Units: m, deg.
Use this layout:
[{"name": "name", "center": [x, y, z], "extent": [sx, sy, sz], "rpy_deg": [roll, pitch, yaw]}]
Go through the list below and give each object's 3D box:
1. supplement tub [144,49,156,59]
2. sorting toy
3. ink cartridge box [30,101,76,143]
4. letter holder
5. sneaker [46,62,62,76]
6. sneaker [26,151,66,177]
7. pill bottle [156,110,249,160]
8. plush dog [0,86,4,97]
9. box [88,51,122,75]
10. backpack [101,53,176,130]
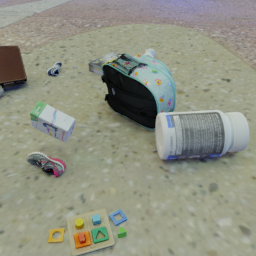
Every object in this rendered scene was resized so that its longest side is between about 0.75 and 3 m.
[{"name": "supplement tub", "center": [1.280, -4.320, 16.934], "extent": [0.673, 0.673, 1.020], "rpy_deg": [7, 37, 10]}, {"name": "sorting toy", "center": [-1.065, 2.782, 7.694], "extent": [2.236, 0.305, 1.259], "rpy_deg": [-11, 38, -13]}, {"name": "ink cartridge box", "center": [-2.404, -0.173, 8.971], "extent": [1.301, 0.945, 0.569], "rpy_deg": [26, 59, -3]}, {"name": "letter holder", "center": [-6.550, -3.064, 14.012], "extent": [2.516, 1.788, 1.265], "rpy_deg": [-14, 10, -18]}, {"name": "sneaker", "center": [-3.965, -3.317, 15.776], "extent": [0.652, 0.421, 1.202], "rpy_deg": [15, 46, 26]}, {"name": "sneaker", "center": [-2.860, 1.228, 9.563], "extent": [1.438, 0.580, 0.537], "rpy_deg": [13, 41, 16]}, {"name": "pill bottle", "center": [2.565, 0.213, 9.992], "extent": [2.967, 1.688, 1.688], "rpy_deg": [-3, 37, -3]}, {"name": "plush dog", "center": [-6.742, -1.767, 12.795], "extent": [1.750, 1.503, 1.404], "rpy_deg": [-11, 38, -14]}, {"name": "box", "center": [-0.914, -3.684, 16.187], "extent": [1.738, 0.530, 2.194], "rpy_deg": [23, 42, 27]}, {"name": "backpack", "center": [0.626, -1.496, 11.518], "extent": [2.279, 2.613, 2.973], "rpy_deg": [-31, 49, -26]}]
